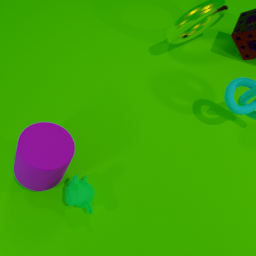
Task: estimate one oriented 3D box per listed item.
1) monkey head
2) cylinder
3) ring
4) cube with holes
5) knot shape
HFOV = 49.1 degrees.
[{"bbox_3d":[-1.048,1.397,6.310,0.642,0.766,1.065,8,37,-23],"label":"monkey head"},{"bbox_3d":[-1.906,0.659,6.314,1.182,1.182,1.182,14,52,-18],"label":"cylinder"},{"bbox_3d":[2.004,-3.107,8.257,2.022,2.022,0.404,-27,89,-14],"label":"ring"},{"bbox_3d":[3.870,-2.803,8.266,1.033,1.033,1.033,1,54,48],"label":"cube with holes"},{"bbox_3d":[3.119,-0.788,6.710,1.369,1.281,0.633,29,38,-23],"label":"knot shape"}]
